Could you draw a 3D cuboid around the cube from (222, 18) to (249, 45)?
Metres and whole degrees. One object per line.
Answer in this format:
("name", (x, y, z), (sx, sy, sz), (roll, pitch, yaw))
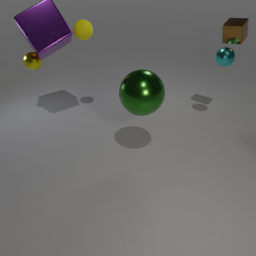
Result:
("cube", (3.908, -3.536, 10.204), (0.700, 0.700, 0.700), (17, 48, 33))

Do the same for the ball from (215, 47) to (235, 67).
("ball", (3.547, -2.589, 10.227), (0.700, 0.700, 0.700), (0, 31, 0))

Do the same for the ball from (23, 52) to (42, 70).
("ball", (-3.698, -2.601, 10.870), (0.700, 0.700, 0.700), (0, 31, 0))

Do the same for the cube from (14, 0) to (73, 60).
("cube", (-2.970, -3.478, 9.990), (1.400, 1.400, 1.400), (-35, 12, -9))

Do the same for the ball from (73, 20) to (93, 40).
("ball", (-1.610, -3.526, 10.068), (0.700, 0.700, 0.700), (0, 31, 0))

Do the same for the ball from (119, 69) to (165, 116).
("ball", (0.420, -1.067, 8.503), (1.400, 1.400, 1.400), (0, 31, 0))
